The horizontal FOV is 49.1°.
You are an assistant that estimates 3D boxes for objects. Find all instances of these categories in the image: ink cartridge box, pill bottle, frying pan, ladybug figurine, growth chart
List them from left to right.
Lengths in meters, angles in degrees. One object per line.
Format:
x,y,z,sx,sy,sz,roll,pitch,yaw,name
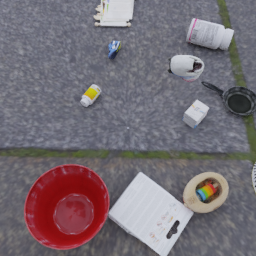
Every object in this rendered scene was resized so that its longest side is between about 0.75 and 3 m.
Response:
-1.477,-1.258,11.023,0.478,0.478,0.876,29,65,14,pill bottle
-0.563,-5.843,13.610,1.942,0.238,2.683,8,62,5,growth chart
0.696,2.732,8.943,2.142,0.611,1.741,37,68,9,ink cartridge box
2.547,-0.522,10.567,0.581,0.591,0.803,39,68,19,ink cartridge box
2.449,2.108,9.058,1.712,0.616,1.162,-21,72,-21,ladybug figurine
3.550,-4.039,12.194,1.806,1.024,1.024,18,63,9,pill bottle
3.974,-1.100,11.015,2.252,0.367,1.362,7,61,6,frying pan

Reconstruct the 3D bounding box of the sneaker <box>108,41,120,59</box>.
-0.674,-3.412,12.237,0.444,0.399,1.079,17,55,8,sneaker

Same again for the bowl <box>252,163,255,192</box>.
5.539,1.661,9.062,2.570,1.206,2.570,0,63,0,bowl

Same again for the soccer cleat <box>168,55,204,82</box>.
1.839,-1.650,7.906,0.823,1.907,0.666,8,100,33,soccer cleat

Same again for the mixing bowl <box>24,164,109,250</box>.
-1.735,2.480,8.539,2.428,1.315,2.428,0,60,0,mixing bowl
